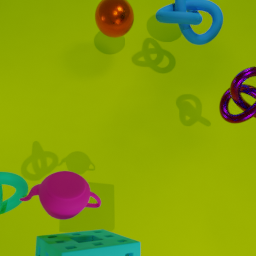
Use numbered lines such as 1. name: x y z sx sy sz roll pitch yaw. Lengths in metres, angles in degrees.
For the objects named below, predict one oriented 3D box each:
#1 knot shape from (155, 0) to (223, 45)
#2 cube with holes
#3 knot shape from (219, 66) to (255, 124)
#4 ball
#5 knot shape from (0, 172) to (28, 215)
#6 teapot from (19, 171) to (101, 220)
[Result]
1. knot shape: 1.495 -2.588 6.468 1.450 0.716 1.549 35 58 -5
2. cube with holes: -0.599 2.133 3.906 1.120 1.120 1.120 7 78 -32
3. knot shape: 2.589 -0.522 5.761 1.220 1.304 0.603 41 47 14
4. ball: -0.398 -3.275 8.280 1.164 1.164 1.164 0 64 0
5. knot shape: -2.097 0.991 3.932 0.543 1.175 1.100 -6 43 45
6. teapot: -0.967 1.003 4.075 1.179 0.577 0.733 10 33 -9
